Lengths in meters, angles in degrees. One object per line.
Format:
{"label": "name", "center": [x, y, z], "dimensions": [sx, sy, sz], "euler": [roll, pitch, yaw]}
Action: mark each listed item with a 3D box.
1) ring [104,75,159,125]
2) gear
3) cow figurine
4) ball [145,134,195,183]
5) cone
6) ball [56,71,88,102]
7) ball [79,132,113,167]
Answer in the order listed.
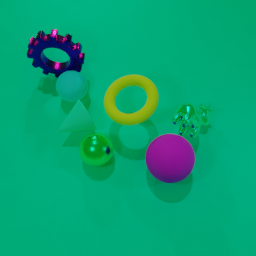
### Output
{"label": "ring", "center": [0.074, -0.758, 7.400], "dimensions": [1.473, 0.295, 1.473], "euler": [-5, 66, 12]}
{"label": "gear", "center": [-2.107, -2.135, 8.247], "dimensions": [1.622, 1.622, 0.300], "euler": [2, 58, 1]}
{"label": "cow figurine", "center": [1.813, -0.362, 7.769], "dimensions": [0.711, 1.296, 1.275], "euler": [12, 64, 40]}
{"label": "ball", "center": [1.088, 0.784, 7.268], "dimensions": [1.272, 1.272, 1.272], "euler": [0, 67, 0]}
{"label": "cone", "center": [-1.549, -0.129, 7.813], "dimensions": [0.982, 0.978, 0.978], "euler": [-31, 70, -10]}
{"label": "ball", "center": [-1.663, -1.234, 8.319], "dimensions": [0.921, 0.921, 0.921], "euler": [0, 67, 0]}
{"label": "ball", "center": [-0.861, 0.574, 7.550], "dimensions": [0.928, 0.928, 0.928], "euler": [0, 67, 0]}
